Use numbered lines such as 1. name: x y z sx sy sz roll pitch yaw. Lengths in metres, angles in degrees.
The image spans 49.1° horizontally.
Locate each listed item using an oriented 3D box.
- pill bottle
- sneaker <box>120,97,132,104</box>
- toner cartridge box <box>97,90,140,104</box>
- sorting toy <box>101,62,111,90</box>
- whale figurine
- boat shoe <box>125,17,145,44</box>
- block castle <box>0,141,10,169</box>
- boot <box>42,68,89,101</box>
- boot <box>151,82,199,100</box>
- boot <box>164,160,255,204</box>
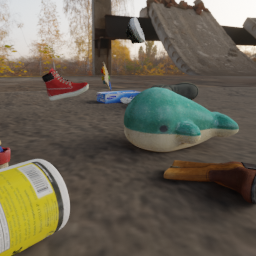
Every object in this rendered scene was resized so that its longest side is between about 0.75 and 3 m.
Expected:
1. pill bottle: -1.459 0.923 2.754 0.896 0.896 1.609 11 16 39
2. sneaker: 0.010 -1.370 14.175 0.809 0.304 0.358 5 0 -7
3. toner cartridge box: -0.414 -1.663 14.830 2.252 0.486 1.070 -8 15 -30
4. sorting toy: -0.754 -1.675 9.102 0.174 0.721 1.280 -10 -17 4
5. whale figurine: 1.251 -0.283 6.792 2.709 1.406 2.155 -2 13 -7
6. boat shoe: 0.163 -2.541 7.564 0.415 0.504 1.467 -13 0 12
7. block castle: -2.915 0.529 4.601 1.774 0.832 1.186 9 16 33
8. boot: -2.129 -1.592 9.509 1.439 1.038 0.521 -13 25 1
9. boot: 1.925 -1.553 13.140 2.721 1.086 2.993 -3 7 15
10. boot: 1.294 0.744 4.448 1.447 0.496 1.362 4 14 19
